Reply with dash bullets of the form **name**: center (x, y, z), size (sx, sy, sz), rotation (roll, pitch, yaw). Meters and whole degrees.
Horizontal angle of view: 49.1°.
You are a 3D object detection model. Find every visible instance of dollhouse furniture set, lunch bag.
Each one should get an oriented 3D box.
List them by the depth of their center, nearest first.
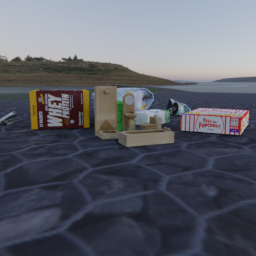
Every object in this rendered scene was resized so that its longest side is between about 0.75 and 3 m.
- **dollhouse furniture set**: center (0.130, -0.445, 8.439), size (1.847, 1.582, 1.942), rotation (-4, 10, -21)
- **lunch bag**: center (-0.195, -1.214, 13.512), size (2.400, 1.525, 2.035), rotation (-19, 17, -34)

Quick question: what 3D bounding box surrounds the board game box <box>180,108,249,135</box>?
- **board game box**: center (3.336, -0.301, 10.511), size (2.021, 0.618, 2.668), rotation (5, 10, 27)

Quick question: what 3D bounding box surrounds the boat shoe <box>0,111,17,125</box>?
- **boat shoe**: center (-4.921, -0.344, 11.581), size (1.067, 0.364, 0.394), rotation (-23, 7, 33)

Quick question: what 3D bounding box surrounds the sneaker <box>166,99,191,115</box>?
- **sneaker**: center (2.692, -1.016, 15.047), size (0.905, 0.814, 2.097), rotation (11, 14, -12)

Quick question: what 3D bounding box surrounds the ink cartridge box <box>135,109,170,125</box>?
- **ink cartridge box**: center (0.957, -0.438, 11.553), size (1.263, 0.530, 0.914), rotation (-10, 13, -37)

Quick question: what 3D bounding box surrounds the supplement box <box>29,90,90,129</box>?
- **supplement box**: center (-2.681, -0.809, 11.152), size (2.108, 1.399, 2.079), rotation (-2, 9, -12)

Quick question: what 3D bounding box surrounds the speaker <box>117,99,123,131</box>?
- **speaker**: center (-0.601, -0.592, 10.709), size (1.198, 1.198, 2.709), rotation (-2, 10, -11)
